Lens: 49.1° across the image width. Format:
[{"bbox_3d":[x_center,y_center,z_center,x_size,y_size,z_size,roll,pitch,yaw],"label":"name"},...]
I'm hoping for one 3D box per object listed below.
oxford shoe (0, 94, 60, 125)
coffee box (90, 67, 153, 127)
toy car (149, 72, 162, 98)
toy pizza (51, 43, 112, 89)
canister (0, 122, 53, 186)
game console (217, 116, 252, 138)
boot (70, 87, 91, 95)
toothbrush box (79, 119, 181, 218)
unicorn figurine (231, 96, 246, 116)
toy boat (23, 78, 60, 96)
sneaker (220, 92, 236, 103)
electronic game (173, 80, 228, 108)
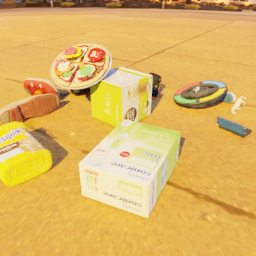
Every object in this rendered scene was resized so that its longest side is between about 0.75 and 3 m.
[{"bbox_3d":[-4.346,-0.970,12.196,2.791,0.988,1.030,-22,34,-34],"label":"oxford shoe"},{"bbox_3d":[-0.290,-1.327,11.867,1.888,1.885,1.867,24,37,36],"label":"coffee box"},{"bbox_3d":[0.388,-2.100,14.062,2.614,1.282,0.870,-2,-3,-17],"label":"toy car"},{"bbox_3d":[-1.935,-2.632,11.368,2.574,0.408,2.574,-4,57,7],"label":"toy pizza"},{"bbox_3d":[-3.691,0.779,9.118,1.678,0.978,2.259,-23,38,-35],"label":"canister"},{"bbox_3d":[4.205,-0.149,11.033,0.978,0.678,1.145,-25,39,-36],"label":"game console"},{"bbox_3d":[-1.513,-2.204,14.234,2.744,0.901,2.262,-7,15,-23],"label":"boot"},{"bbox_3d":[0.182,1.021,8.418,2.058,1.217,2.827,13,34,23],"label":"toothbrush box"},{"bbox_3d":[4.920,-0.972,12.584,0.384,1.039,0.713,21,8,40],"label":"unicorn figurine"},{"bbox_3d":[-4.265,-1.654,13.528,1.813,1.183,1.185,9,61,16],"label":"toy boat"},{"bbox_3d":[4.398,-1.518,13.537,0.814,0.562,1.463,-10,27,-28],"label":"sneaker"},{"bbox_3d":[3.402,-1.662,13.287,2.536,0.528,2.536,-15,27,8],"label":"electronic game"}]
